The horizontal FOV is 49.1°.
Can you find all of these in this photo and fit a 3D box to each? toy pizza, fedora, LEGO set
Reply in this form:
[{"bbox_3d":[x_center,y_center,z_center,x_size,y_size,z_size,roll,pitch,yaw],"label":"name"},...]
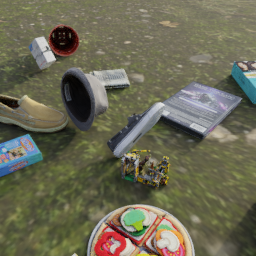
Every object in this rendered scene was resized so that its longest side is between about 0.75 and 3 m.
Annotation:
[{"bbox_3d":[0.246,2.252,5.330,2.036,0.323,2.036,0,37,0],"label":"toy pizza"},{"bbox_3d":[-1.218,-0.914,8.380,0.872,1.708,1.931,-18,56,-39],"label":"fedora"},{"bbox_3d":[0.419,0.843,6.823,1.289,0.747,0.991,21,42,25],"label":"LEGO set"}]

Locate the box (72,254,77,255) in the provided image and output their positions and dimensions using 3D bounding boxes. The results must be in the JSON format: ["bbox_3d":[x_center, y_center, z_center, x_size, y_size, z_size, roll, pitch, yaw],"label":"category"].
[{"bbox_3d":[-0.573,2.886,4.416,0.659,0.439,1.752,-31,48,-33],"label":"box"}]

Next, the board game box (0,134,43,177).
[{"bbox_3d":[-3.042,0.715,7.367,1.273,0.286,0.968,-22,43,-26],"label":"board game box"}]

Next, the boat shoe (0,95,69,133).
[{"bbox_3d":[-3.028,-0.519,8.431,2.494,0.950,0.894,8,38,10],"label":"boat shoe"}]

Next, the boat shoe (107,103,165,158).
[{"bbox_3d":[0.178,-0.060,7.511,0.623,0.658,1.882,43,91,20],"label":"boat shoe"}]

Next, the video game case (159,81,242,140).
[{"bbox_3d":[2.301,-0.711,9.276,1.910,0.254,2.673,28,45,32],"label":"video game case"}]

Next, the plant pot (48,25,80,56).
[{"bbox_3d":[-3.024,-4.186,13.048,1.364,1.364,1.327,-10,30,-13],"label":"plant pot"}]

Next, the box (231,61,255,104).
[{"bbox_3d":[4.697,-1.741,10.347,0.947,0.566,2.301,-2,37,-3],"label":"box"}]

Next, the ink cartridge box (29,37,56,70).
[{"bbox_3d":[-3.478,-3.016,11.344,0.441,1.047,0.757,-31,7,-41],"label":"ink cartridge box"}]

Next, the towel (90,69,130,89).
[{"bbox_3d":[-0.762,-1.937,10.850,1.484,0.256,1.429,-7,38,-7],"label":"towel"}]
